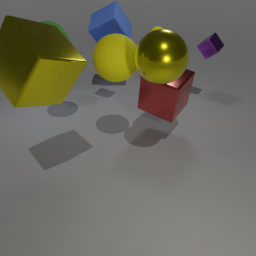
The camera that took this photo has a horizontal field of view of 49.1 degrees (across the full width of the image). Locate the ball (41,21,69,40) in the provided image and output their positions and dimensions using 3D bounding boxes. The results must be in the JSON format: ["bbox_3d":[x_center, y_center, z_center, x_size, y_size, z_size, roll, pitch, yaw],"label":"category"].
[{"bbox_3d":[-2.680,-2.856,9.422,1.400,1.400,1.400,0,31,0],"label":"ball"}]

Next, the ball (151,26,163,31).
[{"bbox_3d":[1.424,-4.493,13.402,0.700,0.700,0.700,0,31,0],"label":"ball"}]

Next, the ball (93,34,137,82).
[{"bbox_3d":[-0.360,-2.095,8.409,1.400,1.400,1.400,0,31,0],"label":"ball"}]

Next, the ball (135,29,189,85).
[{"bbox_3d":[0.870,-1.836,7.283,1.400,1.400,1.400,0,31,0],"label":"ball"}]

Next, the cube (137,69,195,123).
[{"bbox_3d":[1.317,-1.315,9.827,1.400,1.400,1.400,25,46,22],"label":"cube"}]

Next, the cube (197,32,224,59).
[{"bbox_3d":[3.563,-3.532,12.068,0.700,0.700,0.700,-46,13,-33],"label":"cube"}]

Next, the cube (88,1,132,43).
[{"bbox_3d":[-0.785,-4.569,12.763,1.400,1.400,1.400,-17,49,25],"label":"cube"}]

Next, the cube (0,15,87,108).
[{"bbox_3d":[-2.109,-1.471,6.459,1.400,1.400,1.400,50,30,17],"label":"cube"}]
